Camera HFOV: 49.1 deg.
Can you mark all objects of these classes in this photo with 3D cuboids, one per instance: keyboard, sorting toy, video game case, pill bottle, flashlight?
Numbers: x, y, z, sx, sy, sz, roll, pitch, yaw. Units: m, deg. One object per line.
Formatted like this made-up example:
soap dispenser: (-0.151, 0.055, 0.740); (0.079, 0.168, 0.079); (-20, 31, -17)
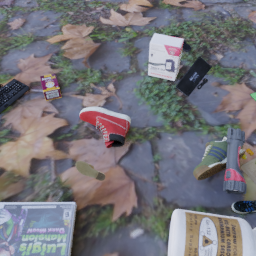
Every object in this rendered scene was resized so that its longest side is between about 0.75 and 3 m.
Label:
keyboard: (-5.893, -1.348, 12.333); (1.498, 0.570, 2.878); (24, 53, 19)
sorting toy: (4.695, 1.370, 10.254); (1.060, 0.190, 1.423); (-23, 53, -18)
video game case: (-3.032, 3.412, 8.444); (2.690, 0.314, 2.446); (0, 50, 0)
keyboard: (2.510, -1.828, 10.392); (0.864, 0.185, 1.439); (37, 98, -8)
pill bottle: (2.615, 3.251, 7.704); (2.860, 1.635, 1.635); (7, 50, 6)
flashlight: (3.745, 1.149, 9.689); (0.750, 0.747, 2.207); (6, 67, 16)

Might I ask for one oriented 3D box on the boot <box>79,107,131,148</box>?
boot: (-1.062, 0.019, 11.063); (2.127, 0.770, 1.535); (13, 52, 6)

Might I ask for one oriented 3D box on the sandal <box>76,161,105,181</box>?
sandal: (-1.193, 1.350, 8.891); (1.034, 0.340, 0.379); (29, 92, -6)

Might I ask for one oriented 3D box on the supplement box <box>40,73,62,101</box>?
supplement box: (-3.509, -1.869, 12.741); (0.744, 0.587, 1.137); (-15, 51, -13)

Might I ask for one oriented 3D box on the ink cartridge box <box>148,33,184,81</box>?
ink cartridge box: (1.727, -3.261, 13.055); (1.391, 1.922, 0.810); (15, 54, 12)

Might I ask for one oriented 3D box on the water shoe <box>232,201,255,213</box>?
water shoe: (3.982, 2.501, 9.122); (1.154, 0.455, 0.412); (-2, 50, -1)

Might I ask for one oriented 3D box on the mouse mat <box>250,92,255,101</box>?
mouse mat: (6.083, -1.410, 12.722); (0.885, 0.033, 0.712); (-16, 51, -12)

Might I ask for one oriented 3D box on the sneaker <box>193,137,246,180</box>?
sneaker: (3.085, 1.019, 10.176); (2.344, 0.786, 1.052); (-20, 54, -25)

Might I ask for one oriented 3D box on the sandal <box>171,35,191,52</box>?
sandal: (2.900, -4.714, 15.315); (0.597, 0.336, 1.569); (-28, 55, -22)
